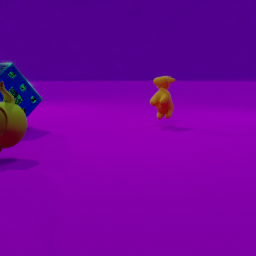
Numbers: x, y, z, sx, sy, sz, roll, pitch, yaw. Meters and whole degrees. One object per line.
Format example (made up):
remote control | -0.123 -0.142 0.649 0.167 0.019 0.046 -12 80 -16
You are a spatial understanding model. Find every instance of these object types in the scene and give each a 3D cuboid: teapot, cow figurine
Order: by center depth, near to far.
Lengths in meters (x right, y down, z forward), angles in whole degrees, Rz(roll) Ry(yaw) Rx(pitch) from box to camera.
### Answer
teapot | -2.283 -0.116 5.007 0.864 1.390 0.681 11 -4 14
cow figurine | 1.095 -0.960 8.449 0.633 1.153 1.135 -3 39 34

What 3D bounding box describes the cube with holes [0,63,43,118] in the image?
cube with holes | -3.501 -0.820 7.654 1.316 1.316 1.316 8 54 38
